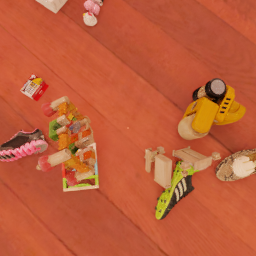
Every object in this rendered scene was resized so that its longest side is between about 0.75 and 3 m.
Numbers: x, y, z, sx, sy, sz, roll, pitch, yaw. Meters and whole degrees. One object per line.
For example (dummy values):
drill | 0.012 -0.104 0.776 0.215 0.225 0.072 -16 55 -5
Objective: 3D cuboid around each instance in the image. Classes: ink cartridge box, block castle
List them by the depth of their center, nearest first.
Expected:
block castle | -1.724 0.369 7.656 1.028 1.465 2.192 -25 50 16
ink cartridge box | -3.851 -1.673 11.596 0.771 0.368 0.878 31 78 6
ink cartridge box | -3.234 -6.401 12.447 1.447 0.840 2.006 34 79 7

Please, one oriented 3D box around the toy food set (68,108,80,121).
toy food set | -1.994 -0.205 9.880 0.336 0.604 1.027 37 82 -23

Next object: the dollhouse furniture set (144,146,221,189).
dollhouse furniture set | 2.041 1.376 10.753 2.209 1.884 1.079 -11 112 -29

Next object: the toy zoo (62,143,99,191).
toy zoo | -1.893 1.356 10.973 1.371 0.214 2.090 -6 77 -1

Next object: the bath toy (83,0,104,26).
bath toy | -1.556 -5.441 12.311 0.813 0.691 1.869 13 78 3

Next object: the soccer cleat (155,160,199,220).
soccer cleat | 1.868 2.378 10.465 1.002 0.835 2.472 31 82 -15

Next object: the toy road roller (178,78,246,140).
toy road roller | 3.286 -0.501 10.760 1.866 1.571 2.556 30 78 -5

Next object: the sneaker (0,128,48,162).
sneaker | -4.286 0.601 10.930 2.196 0.867 1.047 -14 64 -8

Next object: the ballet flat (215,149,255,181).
ballet flat | 4.803 1.237 10.513 2.980 1.122 1.011 -18 88 -4
